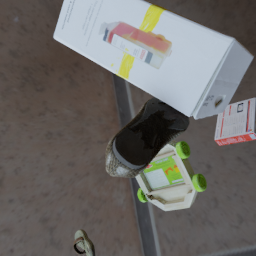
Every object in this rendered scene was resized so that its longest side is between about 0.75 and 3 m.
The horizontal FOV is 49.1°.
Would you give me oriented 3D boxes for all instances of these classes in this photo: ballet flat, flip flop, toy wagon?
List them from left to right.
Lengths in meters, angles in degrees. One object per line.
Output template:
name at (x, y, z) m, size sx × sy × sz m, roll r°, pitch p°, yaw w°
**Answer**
flip flop at (-0.760, 1.949, 4.613) m, size 0.255 × 0.886 × 0.359 m, roll -13°, pitch 97°, yaw -23°
ballet flat at (0.305, 0.092, 3.902) m, size 0.726 × 2.154 × 0.499 m, roll 40°, pitch 124°, yaw 6°
toy wagon at (0.501, 0.584, 4.664) m, size 0.328 × 1.284 × 1.655 m, roll -28°, pitch 93°, yaw -48°

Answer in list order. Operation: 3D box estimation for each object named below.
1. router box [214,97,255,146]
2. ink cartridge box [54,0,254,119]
router box at (2.327, -0.135, 5.952) m, size 0.231 × 0.847 × 0.944 m, roll 41°, pitch 53°, yaw -30°
ink cartridge box at (0.504, -1.396, 4.812) m, size 2.793 × 2.027 × 1.165 m, roll 34°, pitch 113°, yaw 22°
